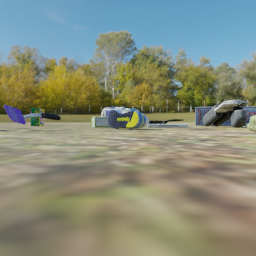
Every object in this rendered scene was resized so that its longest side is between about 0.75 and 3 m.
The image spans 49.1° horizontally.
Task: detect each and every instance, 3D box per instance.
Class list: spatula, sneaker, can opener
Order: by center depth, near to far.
[{"bbox_3d":[-2.305,-0.295,7.007,0.175,0.480,1.700,-41,-21,26],"label":"spatula"},{"bbox_3d":[-0.028,-0.205,7.456,0.581,0.522,1.413,4,4,-39],"label":"sneaker"},{"bbox_3d":[3.240,-0.306,9.547,0.767,0.961,2.875,0,-12,0],"label":"can opener"}]

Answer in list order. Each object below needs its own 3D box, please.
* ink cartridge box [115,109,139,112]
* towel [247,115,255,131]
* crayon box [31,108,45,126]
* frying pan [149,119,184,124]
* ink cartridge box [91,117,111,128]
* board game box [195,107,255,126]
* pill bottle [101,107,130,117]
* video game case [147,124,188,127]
[{"bbox_3d":[-0.065,-0.447,12.118,0.991,0.730,0.717,0,1,15],"label":"ink cartridge box"},{"bbox_3d":[3.256,-0.118,5.678,1.539,0.378,2.074,-1,1,21],"label":"towel"},{"bbox_3d":[-4.053,-0.483,12.609,0.381,0.778,1.309,0,1,-7],"label":"crayon box"},{"bbox_3d":[1.467,-0.280,13.461,2.165,0.352,1.310,2,2,-3],"label":"frying pan"},{"bbox_3d":[-0.575,-0.188,9.182,1.173,0.348,0.609,0,1,-18],"label":"ink cartridge box"},{"bbox_3d":[4.351,-0.548,13.346,2.820,0.870,2.821,1,1,-5],"label":"board game box"},{"bbox_3d":[-0.743,-0.880,19.945,2.119,1.226,1.226,2,2,35],"label":"pill bottle"},{"bbox_3d":[1.357,-0.082,9.709,1.322,0.119,0.947,0,2,6],"label":"video game case"}]
